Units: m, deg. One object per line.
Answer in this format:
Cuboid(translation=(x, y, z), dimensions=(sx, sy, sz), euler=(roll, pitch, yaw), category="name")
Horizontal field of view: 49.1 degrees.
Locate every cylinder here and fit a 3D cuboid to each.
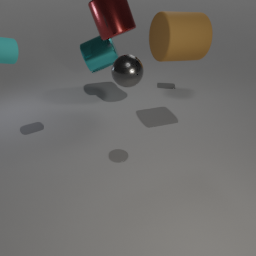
Cuboid(translation=(1.541, -2.730, 8.400), dimensions=(1.400, 1.400, 1.400), euler=(-7, 31, -20), category="cylinder")
Cuboid(translation=(-3.495, -2.136, 7.708), dimensions=(0.700, 0.700, 0.700), euler=(-8, 28, -44), category="cylinder")
Cuboid(translation=(-1.246, -3.377, 12.619), dimensions=(1.400, 1.400, 1.400), euler=(-22, 30, 7), category="cylinder")
Cuboid(translation=(-0.573, -4.135, 10.337), dimensions=(1.400, 1.400, 1.400), euler=(-20, 17, 6), category="cylinder")

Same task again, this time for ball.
Cuboid(translation=(-0.013, -1.231, 6.076), dimensions=(0.700, 0.700, 0.700), euler=(0, 30, 0), category="ball")
